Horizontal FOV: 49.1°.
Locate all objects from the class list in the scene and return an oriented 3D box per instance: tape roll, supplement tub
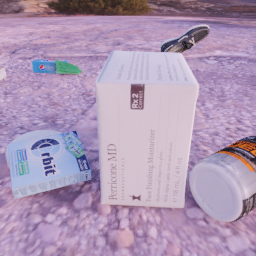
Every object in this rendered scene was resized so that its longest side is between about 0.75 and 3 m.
[{"bbox_3d":[-2.287,0.647,7.366,1.747,0.319,1.747,2,34,-2],"label":"tape roll"},{"bbox_3d":[2.445,0.946,5.900,2.133,1.307,1.307,-19,33,-34],"label":"supplement tub"}]

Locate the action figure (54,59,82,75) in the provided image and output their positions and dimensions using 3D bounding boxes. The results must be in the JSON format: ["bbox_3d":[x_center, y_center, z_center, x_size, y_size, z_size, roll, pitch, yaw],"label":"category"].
[{"bbox_3d":[-3.084,-3.077,14.645,1.501,0.887,0.410,5,-22,-32],"label":"action figure"}]

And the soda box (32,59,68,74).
[{"bbox_3d":[-4.171,-3.316,15.091,1.840,0.624,0.590,4,27,10],"label":"soda box"}]

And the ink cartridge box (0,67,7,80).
[{"bbox_3d":[-6.846,-2.596,13.774,1.113,0.532,1.268,2,27,5],"label":"ink cartridge box"}]

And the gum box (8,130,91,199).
[{"bbox_3d":[-1.862,0.778,6.572,1.687,0.376,1.434,-11,42,-18],"label":"gum box"}]

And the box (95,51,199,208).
[{"bbox_3d":[0.373,-0.131,6.412,1.804,2.746,2.761,2,27,3],"label":"box"}]

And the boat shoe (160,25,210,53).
[{"bbox_3d":[1.950,-2.863,9.436,1.746,0.660,0.527,-24,52,18],"label":"boat shoe"}]
